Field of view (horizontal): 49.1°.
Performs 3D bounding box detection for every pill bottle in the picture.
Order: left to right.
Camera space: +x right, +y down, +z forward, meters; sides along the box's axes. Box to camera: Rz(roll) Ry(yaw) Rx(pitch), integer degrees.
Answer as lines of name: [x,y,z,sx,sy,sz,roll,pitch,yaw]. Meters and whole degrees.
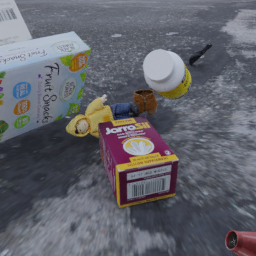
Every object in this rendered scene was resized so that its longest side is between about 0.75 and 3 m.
pill bottle: [0.827,-1.117,5.903,0.829,0.829,1.481,13,1,22]

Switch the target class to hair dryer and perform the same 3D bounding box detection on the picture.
hair dryer: [2.105,1.246,3.601,1.896,1.444,0.515,-18,-1,-13]

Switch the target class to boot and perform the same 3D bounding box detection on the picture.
boot: [0.216,-0.615,7.150,1.058,0.819,0.390,-13,55,3]

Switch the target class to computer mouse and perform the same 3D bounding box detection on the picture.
computer mouse: [2.763,-2.912,11.108,0.310,1.174,0.813,47,67,-1]

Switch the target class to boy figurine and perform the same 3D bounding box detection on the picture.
boy figurine: [-0.581,-0.225,6.392,1.677,1.043,0.540,-12,19,-20]

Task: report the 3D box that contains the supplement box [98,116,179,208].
supplement box: [0.122,0.548,5.265,1.071,0.844,1.636,-10,31,-15]

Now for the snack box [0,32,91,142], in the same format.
snack box: [-2.160,-0.725,5.639,2.708,1.926,0.717,-26,64,-35]

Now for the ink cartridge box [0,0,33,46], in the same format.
ink cartridge box: [-3.822,-2.156,7.623,2.196,2.992,1.240,-30,11,-38]
